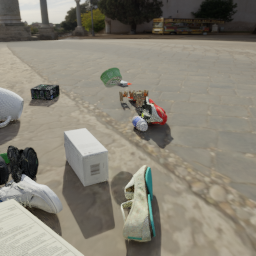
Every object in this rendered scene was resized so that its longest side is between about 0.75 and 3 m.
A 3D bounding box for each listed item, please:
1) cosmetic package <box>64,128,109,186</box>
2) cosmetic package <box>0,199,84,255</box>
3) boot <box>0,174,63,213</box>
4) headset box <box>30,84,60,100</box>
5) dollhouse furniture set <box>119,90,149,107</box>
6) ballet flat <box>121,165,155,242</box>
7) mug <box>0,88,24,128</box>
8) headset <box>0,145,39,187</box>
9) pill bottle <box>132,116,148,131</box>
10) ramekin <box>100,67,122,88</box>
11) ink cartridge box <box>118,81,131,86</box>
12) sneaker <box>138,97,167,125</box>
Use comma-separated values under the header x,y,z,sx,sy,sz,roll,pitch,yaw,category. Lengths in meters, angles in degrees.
x,y,z,sx,sy,sz,roll,pitch,yaw,category
-1.328,0.823,8.589,0.806,1.023,1.901,-11,26,-24,cosmetic package
-1.935,2.327,4.908,2.335,1.019,1.207,20,24,38,cosmetic package
-2.503,1.804,6.866,1.951,0.718,0.933,12,33,41,boot
-4.747,-2.062,15.961,1.312,0.609,1.143,5,24,12,headset box
0.393,-1.588,14.984,1.501,0.773,1.485,-6,12,-14,dollhouse furniture set
0.221,1.693,6.837,0.776,0.839,2.489,-8,22,7,ballet flat
-5.615,-0.824,12.219,1.729,1.456,1.972,13,51,-12,mug
-3.351,0.928,7.819,1.739,1.323,2.817,-13,13,-29,headset
0.504,-0.169,11.660,0.460,0.460,0.821,-8,24,-18,pill bottle
-0.630,-1.945,10.945,0.830,0.830,0.405,-15,69,-32,ramekin
-0.317,-3.078,18.908,0.839,0.211,0.967,-19,29,-35,ink cartridge box
1.148,-0.662,12.591,1.071,0.972,2.524,21,17,-13,sneaker
